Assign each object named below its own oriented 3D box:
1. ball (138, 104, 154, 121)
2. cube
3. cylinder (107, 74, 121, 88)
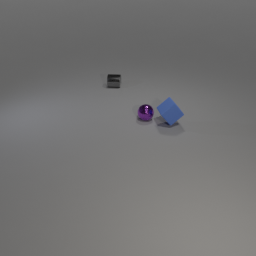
[{"bbox_3d":[0.753,-0.661,11.863,0.700,0.700,0.700,0,30,0],"label":"ball"},{"bbox_3d":[1.700,-0.681,11.305,0.700,0.700,0.700,-40,30,12],"label":"cube"},{"bbox_3d":[-0.742,-2.559,15.192,0.700,0.700,0.700,3,30,4],"label":"cylinder"}]
